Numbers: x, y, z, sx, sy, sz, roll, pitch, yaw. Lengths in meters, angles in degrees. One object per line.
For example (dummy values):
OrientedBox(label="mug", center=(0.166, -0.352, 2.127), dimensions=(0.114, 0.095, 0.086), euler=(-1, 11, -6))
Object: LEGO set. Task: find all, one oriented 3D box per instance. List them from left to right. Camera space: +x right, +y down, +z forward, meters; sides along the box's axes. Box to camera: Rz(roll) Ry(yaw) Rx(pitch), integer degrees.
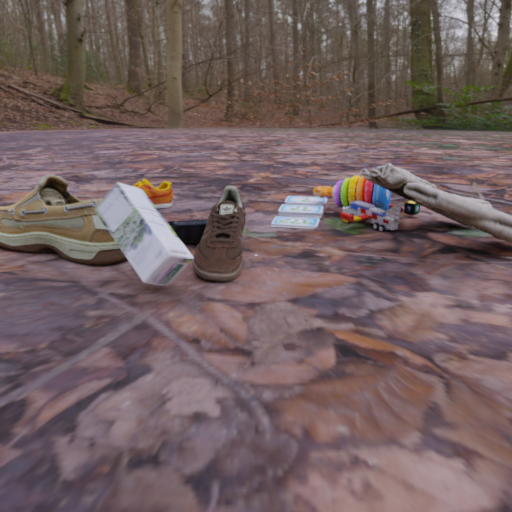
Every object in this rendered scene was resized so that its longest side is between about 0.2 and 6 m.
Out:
OrientedBox(label="LEGO set", center=(1.952, -1.074, 11.796), dimensions=(2.970, 0.729, 2.219), euler=(5, 20, 12))

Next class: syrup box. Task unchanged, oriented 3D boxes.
OrientedBox(label="syrup box", center=(-1.516, -0.291, 7.529), dimensions=(1.394, 0.549, 0.568), euler=(50, 17, 21))

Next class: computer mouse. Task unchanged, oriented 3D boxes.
OrientedBox(label="computer mouse", center=(-1.119, -0.446, 10.178), dimensions=(1.058, 0.403, 1.528), euler=(-2, 5, -8))

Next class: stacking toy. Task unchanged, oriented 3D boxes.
OrientedBox(label="stacking toy", center=(2.010, -1.360, 12.102), dimensions=(1.701, 0.934, 0.987), euler=(4, -10, 27))

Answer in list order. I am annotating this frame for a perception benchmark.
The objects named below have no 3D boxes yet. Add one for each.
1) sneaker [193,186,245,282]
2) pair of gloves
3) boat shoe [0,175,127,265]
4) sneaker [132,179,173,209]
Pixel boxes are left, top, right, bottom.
OrientedBox(label="sneaker", center=(-0.554, -0.395, 8.585), dimensions=(0.754, 0.809, 2.141), euler=(3, 27, -1))
OrientedBox(label="pair of gloves", center=(3.367, -0.995, 9.958), dimensions=(2.525, 0.521, 2.970), euler=(21, 10, -19))
OrientedBox(label="boat shoe", center=(-3.427, -0.743, 9.452), dimensions=(3.347, 1.275, 1.199), euler=(8, 18, 26))
OrientedBox(label="sneaker", center=(-2.757, -1.367, 12.728), dimensions=(1.881, 0.726, 0.686), euler=(-17, 24, -42))
